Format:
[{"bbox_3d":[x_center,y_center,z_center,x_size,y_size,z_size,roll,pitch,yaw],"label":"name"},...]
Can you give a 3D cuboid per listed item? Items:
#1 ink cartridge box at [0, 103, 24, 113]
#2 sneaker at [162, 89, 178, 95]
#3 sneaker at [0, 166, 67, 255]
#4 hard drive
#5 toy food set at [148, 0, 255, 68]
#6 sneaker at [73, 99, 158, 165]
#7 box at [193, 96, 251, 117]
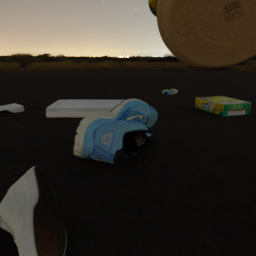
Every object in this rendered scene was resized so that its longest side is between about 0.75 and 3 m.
[{"bbox_3d":[-4.373,-0.661,10.160,0.947,0.237,0.768,-22,26,-39],"label":"ink cartridge box"},{"bbox_3d":[2.228,-1.860,14.841,0.802,0.304,0.421,-5,25,9],"label":"sneaker"},{"bbox_3d":[-1.074,1.040,2.973,0.632,0.544,1.493,-37,28,-2],"label":"sneaker"},{"bbox_3d":[-1.192,-0.710,9.901,2.888,0.385,1.905,0,14,0],"label":"hard drive"},{"bbox_3d":[1.987,-2.497,5.553,2.946,2.916,0.717,-33,40,28],"label":"toy food set"},{"bbox_3d":[0.051,0.158,5.814,1.167,1.017,2.596,23,28,22],"label":"sneaker"},{"bbox_3d":[3.357,-0.858,10.338,1.176,0.485,2.004,-5,17,-16],"label":"box"}]
